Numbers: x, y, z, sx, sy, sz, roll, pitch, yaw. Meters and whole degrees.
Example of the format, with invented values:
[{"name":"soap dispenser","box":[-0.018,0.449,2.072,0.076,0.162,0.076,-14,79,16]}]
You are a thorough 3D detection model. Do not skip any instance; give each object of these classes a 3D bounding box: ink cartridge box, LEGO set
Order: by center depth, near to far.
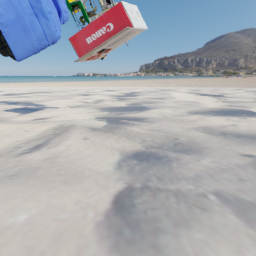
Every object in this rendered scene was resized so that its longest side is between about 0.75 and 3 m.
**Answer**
[{"name":"ink cartridge box","box":[-0.579,-2.465,7.299,1.753,0.735,1.539,-25,7,25]},{"name":"LEGO set","box":[-0.921,-3.714,9.595,1.380,2.382,1.831,-33,22,-17]}]

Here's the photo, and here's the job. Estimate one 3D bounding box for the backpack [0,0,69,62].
[{"name":"backpack","box":[-2.302,-2.592,5.915,1.902,1.842,2.266,-33,36,-9]}]
